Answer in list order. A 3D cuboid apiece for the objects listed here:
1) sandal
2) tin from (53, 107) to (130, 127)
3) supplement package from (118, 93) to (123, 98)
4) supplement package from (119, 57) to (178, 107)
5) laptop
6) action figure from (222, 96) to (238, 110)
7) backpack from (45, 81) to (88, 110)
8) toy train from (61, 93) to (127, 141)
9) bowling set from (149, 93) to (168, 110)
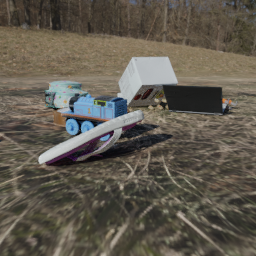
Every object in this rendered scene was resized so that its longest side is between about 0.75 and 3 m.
[{"bbox_3d":[-0.634,0.306,6.485,2.822,0.693,1.148,-26,1,-30],"label":"sandal"},{"bbox_3d":[-1.328,-0.436,10.372,2.876,0.602,1.611,1,17,3],"label":"tin"},{"bbox_3d":[-0.023,-1.626,15.375,0.990,0.579,0.581,12,18,42],"label":"supplement package"},{"bbox_3d":[0.936,-2.244,13.877,2.024,1.557,2.117,-7,-22,-25],"label":"supplement package"},{"bbox_3d":[3.025,-1.405,12.316,2.373,1.469,2.535,7,23,24],"label":"laptop"},{"bbox_3d":[4.375,-1.209,13.560,1.391,0.727,1.345,-9,9,-39],"label":"action figure"},{"bbox_3d":[-2.711,-1.428,12.805,1.863,1.428,1.638,21,18,38],"label":"backpack"},{"bbox_3d":[-1.013,-0.379,8.412,2.183,1.247,0.946,9,15,30],"label":"toy train"},{"bbox_3d":[1.548,-1.245,13.388,1.143,0.796,0.614,-5,16,-6],"label":"bowling set"}]
